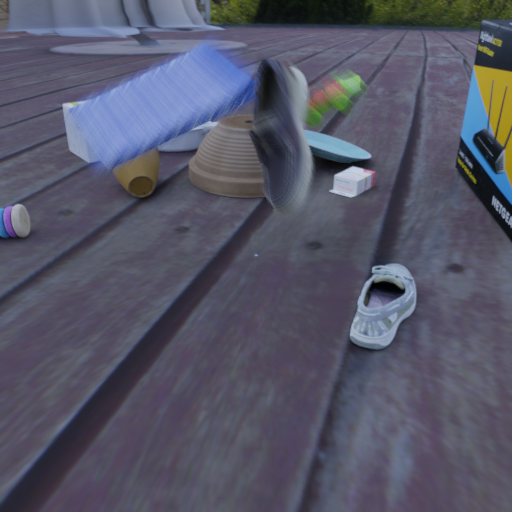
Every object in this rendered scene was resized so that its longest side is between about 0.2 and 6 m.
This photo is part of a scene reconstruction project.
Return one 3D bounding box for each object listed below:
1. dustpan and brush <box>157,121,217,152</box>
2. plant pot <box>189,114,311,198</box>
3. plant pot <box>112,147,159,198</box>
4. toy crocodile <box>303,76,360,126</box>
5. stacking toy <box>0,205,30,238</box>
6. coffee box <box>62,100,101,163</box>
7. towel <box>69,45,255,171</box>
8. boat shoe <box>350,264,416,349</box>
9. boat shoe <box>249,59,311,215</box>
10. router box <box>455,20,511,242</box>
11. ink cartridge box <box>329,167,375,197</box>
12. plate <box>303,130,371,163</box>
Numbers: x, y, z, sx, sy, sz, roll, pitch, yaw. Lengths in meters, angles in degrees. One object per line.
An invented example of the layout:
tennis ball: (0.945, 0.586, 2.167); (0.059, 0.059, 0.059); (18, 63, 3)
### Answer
dustpan and brush: (-1.520, -3.007, 13.572); (2.762, 0.791, 1.928); (17, 32, 30)
plant pot: (-0.118, -2.197, 11.577); (2.588, 1.194, 2.588); (1, 28, 0)
plant pot: (-2.316, -1.659, 10.889); (1.025, 1.025, 1.100); (-8, 43, -15)
toy crocodile: (1.140, -2.590, 9.367); (1.362, 0.421, 0.460); (-26, 31, 31)
stacking toy: (-4.380, -0.483, 9.082); (1.270, 0.542, 0.542); (-9, 28, -2)
coffee box: (-3.683, -2.953, 13.075); (1.133, 1.144, 1.146); (-20, 33, -34)
towel: (-1.115, -1.825, 6.533); (1.937, 0.231, 1.402); (-30, 50, -12)
boat shoe: (1.617, 0.498, 6.990); (0.639, 0.556, 1.734); (14, 30, 25)
boat shoe: (0.292, -1.884, 8.678); (0.818, 2.523, 0.908); (16, -21, -39)
router box: (4.675, -2.318, 9.749); (1.047, 3.059, 4.101); (3, 27, 3)
ink cartridge box: (1.905, -1.467, 11.097); (0.541, 0.313, 0.929); (19, 33, 33)
plate: (1.576, -2.458, 12.684); (2.070, 0.265, 2.070); (14, 23, -6)
